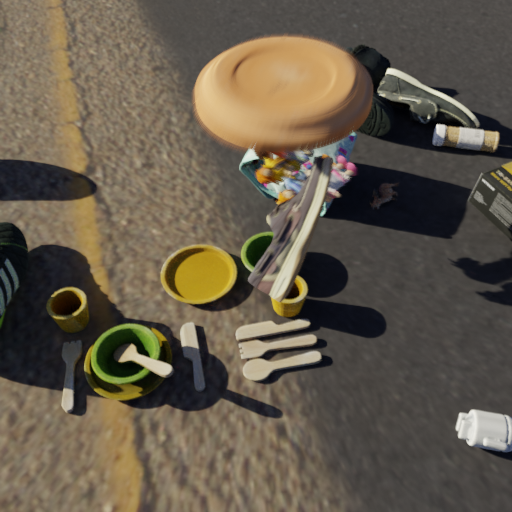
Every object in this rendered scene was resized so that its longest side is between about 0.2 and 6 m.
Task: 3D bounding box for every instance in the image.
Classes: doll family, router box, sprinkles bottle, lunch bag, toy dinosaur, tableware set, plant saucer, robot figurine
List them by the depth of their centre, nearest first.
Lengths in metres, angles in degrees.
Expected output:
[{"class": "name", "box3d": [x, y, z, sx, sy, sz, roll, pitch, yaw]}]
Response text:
[{"class": "plant saucer", "box3d": [0.317, -1.993, 6.554, 2.085, 0.337, 2.085, -2, 50, 2]}, {"class": "robot figurine", "box3d": [3.515, 2.628, 8.406, 0.941, 0.531, 0.798, 9, 21, 8]}, {"class": "tableware set", "box3d": [-1.256, 0.860, 9.809, 4.580, 0.703, 3.085, -9, 50, -7]}, {"class": "doll family", "box3d": [0.742, -1.428, 9.909, 1.222, 0.887, 1.969, -37, 64, -20]}, {"class": "router box", "box3d": [6.201, -0.716, 10.902, 2.469, 0.820, 3.140, -21, 56, -22]}, {"class": "lunch bag", "box3d": [0.848, -2.036, 11.916, 2.072, 1.264, 1.765, 21, 53, 10]}, {"class": "toy dinosaur", "box3d": [2.734, -1.360, 11.946, 0.560, 0.355, 0.827, 8, 44, 15]}, {"class": "sprinkles bottle", "box3d": [4.853, -2.718, 12.990, 1.404, 0.479, 0.479, 9, 50, 7]}]

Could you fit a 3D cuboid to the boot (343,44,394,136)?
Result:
[{"class": "boot", "box3d": [2.726, -4.236, 13.897, 2.718, 1.038, 2.284, 31, 60, 31]}]

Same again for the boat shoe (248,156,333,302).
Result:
[{"class": "boat shoe", "box3d": [0.425, -0.376, 7.070, 0.629, 1.940, 0.698, 21, 16, 6]}]

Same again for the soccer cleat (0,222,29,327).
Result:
[{"class": "soccer cleat", "box3d": [-4.778, 0.379, 9.860, 1.021, 1.226, 3.024, -2, 50, -1]}]

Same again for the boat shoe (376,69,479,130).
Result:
[{"class": "boat shoe", "box3d": [4.129, -3.584, 13.650, 2.614, 0.939, 0.884, 33, 94, 17]}]
